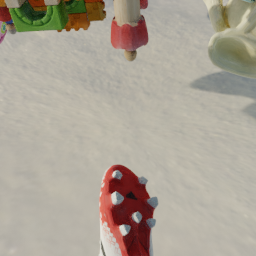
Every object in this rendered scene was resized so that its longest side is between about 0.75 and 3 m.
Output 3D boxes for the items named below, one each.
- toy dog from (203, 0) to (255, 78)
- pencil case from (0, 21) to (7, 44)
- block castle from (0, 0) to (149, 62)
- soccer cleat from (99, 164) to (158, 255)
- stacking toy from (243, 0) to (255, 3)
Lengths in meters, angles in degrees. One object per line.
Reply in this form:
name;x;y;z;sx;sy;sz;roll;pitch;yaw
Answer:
toy dog;2.846;-2.296;5.289;2.808;2.021;2.896;20;38;-7
pencil case;-3.674;-2.236;5.419;2.454;1.073;1.073;13;53;7
block castle;-1.060;-1.756;4.093;2.688;1.261;1.796;-2;43;6
soccer cleat;-0.047;1.464;3.179;0.768;0.954;2.239;16;43;-35
stacking toy;0.949;-2.675;4.522;2.276;0.961;2.060;5;33;-29
